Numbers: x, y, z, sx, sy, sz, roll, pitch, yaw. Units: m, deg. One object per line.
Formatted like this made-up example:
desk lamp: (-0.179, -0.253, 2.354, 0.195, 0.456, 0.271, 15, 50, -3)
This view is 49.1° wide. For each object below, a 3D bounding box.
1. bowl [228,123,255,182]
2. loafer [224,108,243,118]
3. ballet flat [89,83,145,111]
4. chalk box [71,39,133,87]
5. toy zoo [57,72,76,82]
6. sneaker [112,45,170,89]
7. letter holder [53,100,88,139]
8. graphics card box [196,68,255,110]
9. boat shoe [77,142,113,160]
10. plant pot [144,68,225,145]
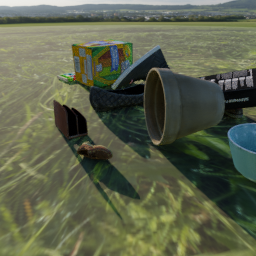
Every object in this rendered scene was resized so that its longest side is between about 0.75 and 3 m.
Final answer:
bowl: (2.764, 0.566, 5.635, 1.539, 0.805, 1.539, -1, 24, 0)
loafer: (3.176, -0.782, 9.047, 0.533, 0.467, 1.483, -11, 26, -17)
ballet flat: (-0.022, -1.220, 9.620, 2.824, 0.802, 0.938, -17, 29, -33)
chalk box: (-0.844, -2.940, 12.338, 2.684, 1.675, 1.663, -21, 31, -34)
toy zoo: (-2.494, -2.431, 13.134, 1.390, 0.142, 0.912, -20, 31, -37)
sneaker: (0.647, -2.126, 11.513, 2.660, 1.319, 0.940, -40, 9, -11)
letter holder: (-1.586, -0.322, 7.617, 0.571, 0.807, 1.136, -13, 27, -27)
graphics card box: (2.907, -1.151, 8.698, 2.618, 0.666, 1.643, -5, 29, 24)
boat shoe: (-0.752, 0.567, 6.262, 0.921, 0.331, 0.311, 9, 30, 33)
plant pot: (1.355, -0.553, 6.785, 1.578, 1.818, 1.818, -4, 25, -12)
